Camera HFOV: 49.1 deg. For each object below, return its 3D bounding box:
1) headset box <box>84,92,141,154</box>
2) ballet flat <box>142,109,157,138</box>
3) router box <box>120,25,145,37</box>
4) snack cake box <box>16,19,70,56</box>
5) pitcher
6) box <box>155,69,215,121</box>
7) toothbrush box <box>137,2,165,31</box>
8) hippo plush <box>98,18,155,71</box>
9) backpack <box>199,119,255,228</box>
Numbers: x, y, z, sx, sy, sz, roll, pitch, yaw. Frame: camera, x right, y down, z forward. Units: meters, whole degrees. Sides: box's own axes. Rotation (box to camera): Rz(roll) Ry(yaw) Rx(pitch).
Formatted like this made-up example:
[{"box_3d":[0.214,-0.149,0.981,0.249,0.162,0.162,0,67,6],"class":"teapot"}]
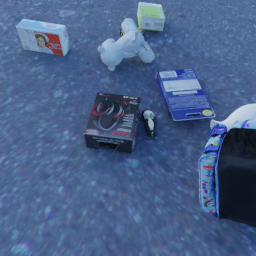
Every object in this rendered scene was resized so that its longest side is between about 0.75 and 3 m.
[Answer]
[{"box_3d":[-0.515,-0.129,10.020,1.685,0.850,2.267,8,52,6],"class":"headset box"},{"box_3d":[0.824,-0.288,10.386,0.484,0.487,1.424,-9,52,-5],"class":"ballet flat"},{"box_3d":[0.207,-4.726,14.039,1.027,0.268,0.808,-19,54,-14],"class":"router box"},{"box_3d":[-3.903,-4.202,13.001,2.157,1.241,0.725,12,53,9],"class":"snack cake box"},{"box_3d":[4.102,0.063,9.840,1.849,1.121,1.586,-22,72,-4],"class":"pitcher"},{"box_3d":[2.207,-1.282,11.151,1.672,0.447,2.761,-5,51,-8],"class":"box"},{"box_3d":[1.163,-5.740,14.399,1.216,0.719,1.670,3,47,-8],"class":"toothbrush box"},{"box_3d":[-0.112,-3.298,12.288,2.009,1.990,2.498,-32,36,14],"class":"hippo plush"},{"box_3d":[3.367,0.950,8.121,1.987,2.696,2.953,6,36,27],"class":"backpack"}]
